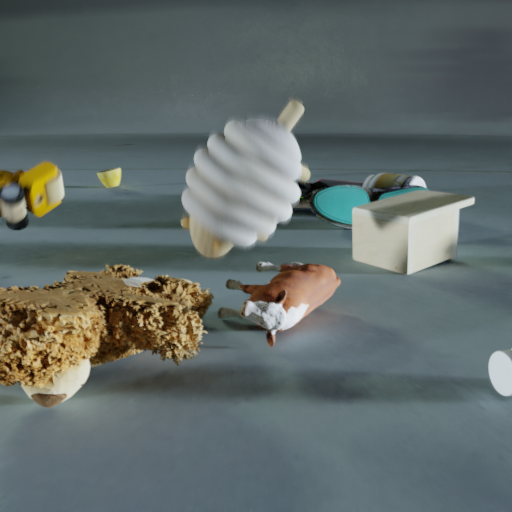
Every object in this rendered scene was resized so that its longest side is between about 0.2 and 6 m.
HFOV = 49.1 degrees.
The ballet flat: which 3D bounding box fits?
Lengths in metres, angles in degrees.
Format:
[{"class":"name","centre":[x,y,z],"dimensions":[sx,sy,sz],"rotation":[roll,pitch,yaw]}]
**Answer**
[{"class":"ballet flat","centre":[2.048,-0.848,10.266],"dimensions":[2.362,0.850,0.850],"rotation":[-3,15,-12]}]

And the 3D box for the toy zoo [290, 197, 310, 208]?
[{"class":"toy zoo","centre":[0.678,-1.371,13.013],"dimensions":[1.192,0.186,1.817],"rotation":[1,15,2]}]

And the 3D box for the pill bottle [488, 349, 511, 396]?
[{"class":"pill bottle","centre":[2.195,0.842,4.193],"dimensions":[0.799,0.443,0.443],"rotation":[-3,15,-11]}]

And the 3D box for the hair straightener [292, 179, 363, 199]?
[{"class":"hair straightener","centre":[1.169,-1.516,12.096],"dimensions":[2.739,0.560,1.054],"rotation":[11,9,-3]}]

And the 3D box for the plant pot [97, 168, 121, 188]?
[{"class":"plant pot","centre":[-3.924,-2.088,15.112],"dimensions":[0.632,0.448,0.632],"rotation":[-11,15,3]}]

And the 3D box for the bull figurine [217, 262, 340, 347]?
[{"class":"bull figurine","centre":[0.209,0.419,5.662],"dimensions":[0.953,0.511,1.569],"rotation":[11,19,36]}]

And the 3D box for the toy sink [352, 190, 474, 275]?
[{"class":"toy sink","centre":[2.240,-0.355,7.942],"dimensions":[1.517,0.850,0.989],"rotation":[-17,22,-35]}]

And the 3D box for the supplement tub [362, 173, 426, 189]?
[{"class":"supplement tub","centre":[2.793,-1.266,11.415],"dimensions":[0.805,0.805,1.115],"rotation":[-13,20,-41]}]

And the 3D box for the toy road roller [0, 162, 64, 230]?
[{"class":"toy road roller","centre":[-3.293,-0.931,7.830],"dimensions":[0.750,0.631,1.028],"rotation":[33,50,18]}]

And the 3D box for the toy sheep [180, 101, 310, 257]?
[{"class":"toy sheep","centre":[-0.076,-0.680,5.050],"dimensions":[1.113,1.614,1.113],"rotation":[29,11,-6]}]

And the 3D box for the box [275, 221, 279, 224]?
[{"class":"box","centre":[-0.016,-0.523,6.595],"dimensions":[0.277,0.528,0.485],"rotation":[-30,-4,-32]}]

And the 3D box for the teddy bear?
[{"class":"teddy bear","centre":[-1.301,0.604,4.771],"dimensions":[1.814,0.835,2.502],"rotation":[7,7,0]}]
